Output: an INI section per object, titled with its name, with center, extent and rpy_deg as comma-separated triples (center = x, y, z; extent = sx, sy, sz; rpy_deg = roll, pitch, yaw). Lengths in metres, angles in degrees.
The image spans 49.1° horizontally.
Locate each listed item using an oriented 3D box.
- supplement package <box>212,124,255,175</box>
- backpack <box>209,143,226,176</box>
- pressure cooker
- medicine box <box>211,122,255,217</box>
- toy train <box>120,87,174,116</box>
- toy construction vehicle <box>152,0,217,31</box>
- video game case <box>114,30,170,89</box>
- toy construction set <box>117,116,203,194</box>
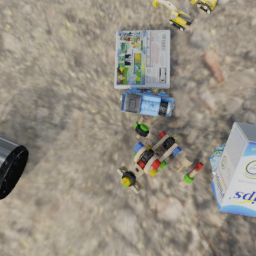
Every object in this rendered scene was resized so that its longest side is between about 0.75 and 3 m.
[supplement package]
center = 3.064, 0.717, 6.233
extent = 1.915, 1.089, 1.049
rpy_deg = -44, 96, -12
[backpack]
center = 2.807, 1.122, 7.267
extent = 1.205, 1.278, 1.567
rpy_deg = -4, 90, -21
[pressure cooker]
center = -3.686, 0.824, 7.174
extent = 1.795, 1.603, 1.579
rpy_deg = 23, 49, -2
[medicine box]
center = 2.322, 0.761, 4.791
extent = 1.314, 0.743, 1.443
rpy_deg = 9, 118, -1
[toy train]
center = 0.525, -0.681, 7.761
extent = 1.551, 0.886, 0.672
rpy_deg = 10, 108, 2
[toy construction vehicle]
center = 1.722, -3.767, 8.381
extent = 1.590, 0.560, 1.384
rpy_deg = 37, 84, 4
[video game case]
center = 0.425, -2.009, 8.192
extent = 1.596, 0.193, 1.750
rpy_deg = 1, 82, 6
[toy construction set]
center = 0.714, 1.074, 7.487
extent = 2.043, 1.704, 1.570
rpy_deg = 30, 119, -5
